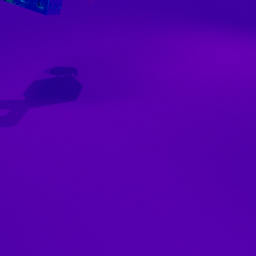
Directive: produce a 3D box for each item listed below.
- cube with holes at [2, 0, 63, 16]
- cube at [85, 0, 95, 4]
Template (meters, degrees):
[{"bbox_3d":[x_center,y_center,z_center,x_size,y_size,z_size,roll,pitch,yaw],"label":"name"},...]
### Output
[{"bbox_3d":[-2.298,-3.611,6.900,1.229,1.229,1.229,17,22,-5],"label":"cube with holes"},{"bbox_3d":[-1.006,-4.625,7.875,1.273,1.273,1.273,-16,49,47],"label":"cube"}]
